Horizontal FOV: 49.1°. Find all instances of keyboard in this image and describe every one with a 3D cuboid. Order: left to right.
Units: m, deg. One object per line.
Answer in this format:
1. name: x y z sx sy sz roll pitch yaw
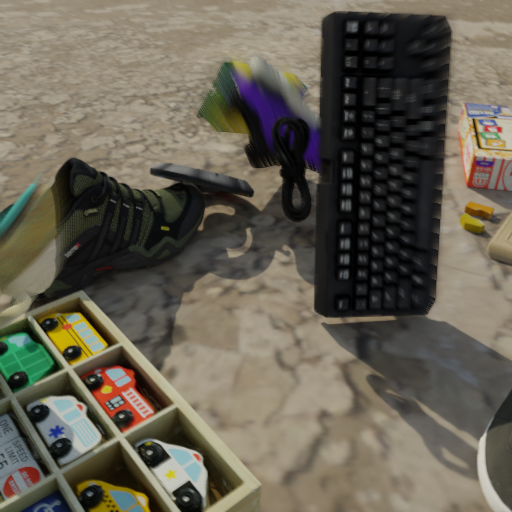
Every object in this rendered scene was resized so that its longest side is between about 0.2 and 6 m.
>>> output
1. keyboard: 1.381 -1.124 7.462 2.383 3.968 0.509 0 9 -3

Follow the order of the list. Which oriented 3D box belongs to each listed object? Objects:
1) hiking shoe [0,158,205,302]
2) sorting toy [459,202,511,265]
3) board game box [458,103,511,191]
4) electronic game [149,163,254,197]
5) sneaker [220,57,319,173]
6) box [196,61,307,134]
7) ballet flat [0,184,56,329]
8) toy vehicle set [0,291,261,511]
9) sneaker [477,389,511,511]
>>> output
1. hiking shoe: -2.252 -0.680 8.671 3.560 1.792 1.348 -28 44 -35
2. sorting toy: 4.629 -0.381 9.542 2.373 0.318 1.768 22 40 28
3. board game box: 5.692 -2.370 12.058 2.358 0.721 3.112 8 35 12
4. electronic game: -0.980 -1.343 10.226 1.930 0.402 1.930 12 4 -1
5. sneaker: 0.547 -1.980 10.026 1.448 2.912 1.012 -47 8 -1
6. box: -0.085 -3.033 10.962 2.170 1.273 0.525 -7 50 -46
7. ballet flat: -2.692 0.221 6.014 2.583 0.913 0.913 -38 30 26
8. toy vehicle set: -2.108 1.942 6.010 2.419 0.516 3.893 -25 42 -32
9. sneaker: 3.136 1.502 5.915 0.964 1.353 2.728 23 42 27
